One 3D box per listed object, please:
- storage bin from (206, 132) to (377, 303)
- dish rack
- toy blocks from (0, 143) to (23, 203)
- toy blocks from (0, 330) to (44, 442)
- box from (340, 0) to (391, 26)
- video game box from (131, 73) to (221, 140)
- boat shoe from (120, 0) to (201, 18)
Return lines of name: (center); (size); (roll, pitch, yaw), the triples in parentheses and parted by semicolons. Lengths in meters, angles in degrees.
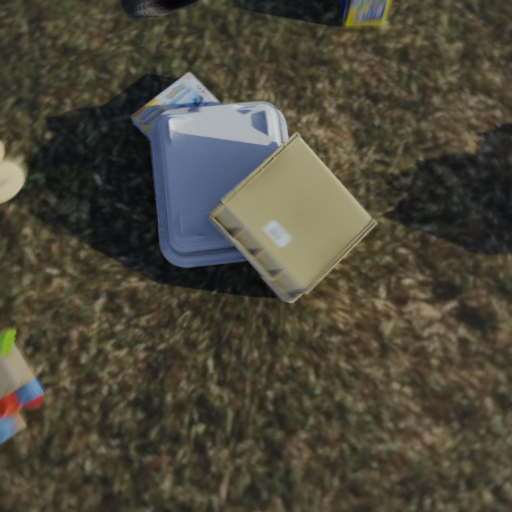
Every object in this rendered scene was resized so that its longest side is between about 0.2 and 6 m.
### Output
storage bin: (0.573, -0.613, 9.723); (2.108, 0.995, 2.123); (-44, 97, -11)
dish rack: (-0.580, -1.439, 10.285); (2.644, 0.671, 3.081); (-7, 78, -4)
toy blocks: (-5.867, -1.743, 10.410); (2.119, 0.923, 2.542); (-39, 66, -17)
toy blocks: (-4.406, 2.423, 9.052); (2.218, 1.108, 1.516); (-34, 86, 3)
box: (2.174, -6.144, 11.779); (0.896, 0.822, 2.557); (-3, 72, -2)
video game box: (-1.429, -2.668, 10.992); (1.502, 0.352, 1.368); (-42, 77, -11)
boat shoe: (-1.557, -4.579, 9.722); (2.184, 0.730, 0.622); (-11, 66, 30)
